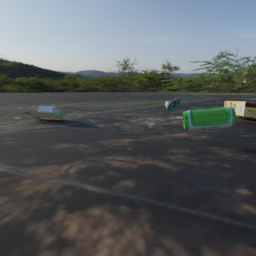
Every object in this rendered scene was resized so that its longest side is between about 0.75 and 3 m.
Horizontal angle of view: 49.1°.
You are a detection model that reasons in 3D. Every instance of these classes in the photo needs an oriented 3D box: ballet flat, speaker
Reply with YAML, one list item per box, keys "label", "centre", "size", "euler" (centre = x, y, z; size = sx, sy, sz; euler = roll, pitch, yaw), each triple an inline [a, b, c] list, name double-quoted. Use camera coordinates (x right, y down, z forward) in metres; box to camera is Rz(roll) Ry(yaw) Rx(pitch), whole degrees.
- label: "ballet flat"
  centre: [1.671, -0.925, 10.889]
  size: [0.359, 0.364, 1.068]
  euler: [21, 28, 29]
- label: "speaker"
  centre: [1.515, -0.172, 5.263]
  size: [0.924, 0.409, 0.409]
  euler: [-5, 8, 6]

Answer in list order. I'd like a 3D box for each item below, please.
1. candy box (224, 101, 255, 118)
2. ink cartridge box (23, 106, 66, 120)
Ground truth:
- label: "candy box"
  centre: [3.768, -0.573, 8.794]
  size: [0.962, 0.461, 1.667]
  euler: [7, 6, -2]
- label: "ink cartridge box"
  centre: [-2.590, -0.477, 8.719]
  size: [1.045, 0.251, 0.761]
  euler: [4, -12, 16]
